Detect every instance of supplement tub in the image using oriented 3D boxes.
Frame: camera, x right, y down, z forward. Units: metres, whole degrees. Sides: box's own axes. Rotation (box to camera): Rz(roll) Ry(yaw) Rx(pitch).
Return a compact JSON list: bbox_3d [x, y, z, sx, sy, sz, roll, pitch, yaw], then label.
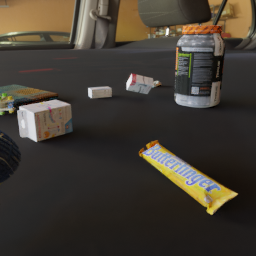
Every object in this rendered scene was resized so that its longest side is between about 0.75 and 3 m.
[{"bbox_3d":[2.671,-2.318,10.493,1.750,2.856,1.750,0,19,0],"label":"supplement tub"}]

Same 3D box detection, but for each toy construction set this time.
[{"bbox_3d":[-4.752,-0.819,9.526,1.696,0.781,1.112,4,17,-23],"label":"toy construction set"}]

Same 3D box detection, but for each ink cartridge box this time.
[{"bbox_3d":[-2.254,-0.203,7.520,0.792,0.813,1.265,19,27,41],"label":"ink cartridge box"},{"bbox_3d":[0.513,-1.884,12.060,0.986,0.718,0.418,8,61,-15],"label":"ink cartridge box"}]

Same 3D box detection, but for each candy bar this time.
[{"bbox_3d":[0.953,0.801,5.145,0.547,0.243,2.193,-35,36,-15],"label":"candy bar"}]

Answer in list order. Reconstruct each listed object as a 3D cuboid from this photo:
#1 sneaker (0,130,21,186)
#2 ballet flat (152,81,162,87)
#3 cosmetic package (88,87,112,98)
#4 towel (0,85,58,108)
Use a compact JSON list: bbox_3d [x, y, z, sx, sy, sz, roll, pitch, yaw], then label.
[{"bbox_3d":[-2.178,0.756,3.927,0.819,0.741,1.923,-28,33,19],"label":"sneaker"},{"bbox_3d":[1.473,-2.266,14.334,0.325,0.275,0.860,11,22,32],"label":"ballet flat"},{"bbox_3d":[-1.200,-1.543,12.050,0.918,0.389,0.494,-8,22,-21],"label":"cosmetic package"},{"bbox_3d":[-4.692,-1.343,11.649,2.988,0.324,2.191,14,24,32],"label":"towel"}]
